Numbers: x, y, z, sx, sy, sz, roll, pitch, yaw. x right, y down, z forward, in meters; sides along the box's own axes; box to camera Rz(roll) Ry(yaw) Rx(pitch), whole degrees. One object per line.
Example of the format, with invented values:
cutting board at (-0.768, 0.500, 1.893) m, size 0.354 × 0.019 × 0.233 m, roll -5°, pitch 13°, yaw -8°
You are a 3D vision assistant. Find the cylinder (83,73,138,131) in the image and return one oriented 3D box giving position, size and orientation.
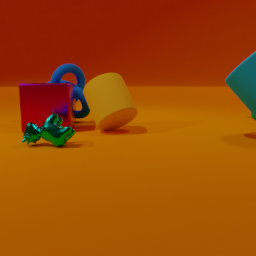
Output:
cylinder at (-0.501, -0.721, 7.908) m, size 1.207 × 1.207 × 1.207 m, roll -22°, pitch -19°, yaw -8°

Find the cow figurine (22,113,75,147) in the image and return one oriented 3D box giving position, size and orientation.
cow figurine at (-1.760, 0.147, 6.092) m, size 0.963 × 0.948 × 0.529 m, roll 39°, pitch -7°, yaw 17°

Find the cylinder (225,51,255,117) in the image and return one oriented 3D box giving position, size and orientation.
cylinder at (3.258, -1.041, 6.544) m, size 1.370 × 1.370 × 1.370 m, roll -36°, pitch -11°, yaw -8°

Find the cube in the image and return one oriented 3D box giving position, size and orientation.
cube at (-2.300, -0.639, 8.264) m, size 1.348 × 1.348 × 1.348 m, roll -1°, pitch 10°, yaw -4°

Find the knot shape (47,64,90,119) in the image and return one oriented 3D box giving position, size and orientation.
knot shape at (-2.014, -1.040, 9.469) m, size 1.908 × 1.785 × 0.882 m, roll -43°, pitch 12°, yaw 4°

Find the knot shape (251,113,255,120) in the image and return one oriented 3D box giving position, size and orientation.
knot shape at (4.803, -0.991, 10.473) m, size 0.545 × 1.180 × 1.105 m, roll 3°, pitch 31°, yaw 5°
